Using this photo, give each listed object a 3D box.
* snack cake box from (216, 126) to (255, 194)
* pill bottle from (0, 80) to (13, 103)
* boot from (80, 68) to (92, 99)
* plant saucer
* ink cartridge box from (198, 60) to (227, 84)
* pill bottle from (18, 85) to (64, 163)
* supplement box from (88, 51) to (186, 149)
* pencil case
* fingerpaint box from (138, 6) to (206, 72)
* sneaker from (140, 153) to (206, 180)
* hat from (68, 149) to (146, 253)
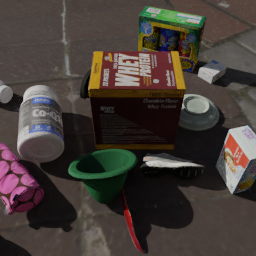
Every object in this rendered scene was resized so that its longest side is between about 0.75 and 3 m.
[{"bbox_3d":[3.371,0.996,8.442,0.651,1.939,1.115,-13,50,-9],"label":"snack cake box"},{"bbox_3d":[-5.513,-1.576,11.372,1.532,0.917,0.917,21,52,18],"label":"pill bottle"},{"bbox_3d":[-0.635,-1.812,10.955,1.790,0.901,2.395,18,49,16],"label":"boot"},{"bbox_3d":[2.608,-0.755,10.949,1.966,0.493,1.966,0,49,0],"label":"plant saucer"},{"bbox_3d":[3.755,-2.520,12.515,1.041,0.441,0.752,-34,57,-28],"label":"ink cartridge box"},{"bbox_3d":[-3.052,-0.221,9.835,1.469,1.469,2.583,-10,50,-8],"label":"pill bottle"},{"bbox_3d":[0.252,-0.861,9.464,2.797,2.836,1.883,0,49,0],"label":"supplement box"},{"bbox_3d":[-3.708,1.512,8.645,1.127,1.092,2.406,-43,58,-14],"label":"pencil case"},{"bbox_3d":[1.859,-3.942,12.549,2.714,2.265,0.996,18,51,15],"label":"fingerpaint box"},{"bbox_3d":[1.470,1.164,9.110,2.088,0.772,0.828,5,44,4],"label":"sneaker"},{"bbox_3d":[-0.619,2.106,8.644,2.108,2.240,2.545,-6,15,6],"label":"hat"}]
